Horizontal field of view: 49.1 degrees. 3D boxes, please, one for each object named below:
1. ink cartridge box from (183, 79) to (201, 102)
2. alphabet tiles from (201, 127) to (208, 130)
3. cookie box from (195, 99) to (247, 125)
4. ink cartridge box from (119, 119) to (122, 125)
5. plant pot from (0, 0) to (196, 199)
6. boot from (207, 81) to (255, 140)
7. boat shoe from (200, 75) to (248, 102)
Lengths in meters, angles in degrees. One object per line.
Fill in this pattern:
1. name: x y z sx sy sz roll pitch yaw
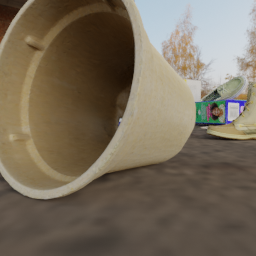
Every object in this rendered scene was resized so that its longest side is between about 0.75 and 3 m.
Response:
1. ink cartridge box: 1.724 -1.221 12.695 2.619 1.912 1.921 -3 5 -36
2. alphabet tiles: 3.027 -0.010 8.598 1.365 0.102 1.395 4 5 42
3. cookie box: 3.556 -0.548 10.175 1.945 0.854 2.274 0 2 -21
4. ink cartridge box: -0.428 -0.020 5.770 2.509 0.553 2.556 0 5 2
5. plant pot: -0.155 -0.234 2.692 1.704 1.704 1.560 3 -7 37
6. boot: 2.396 -0.353 5.732 1.523 1.184 0.555 0 4 6
7. boat shoe: 3.827 -1.388 11.267 2.016 0.726 0.625 -39 -30 29
